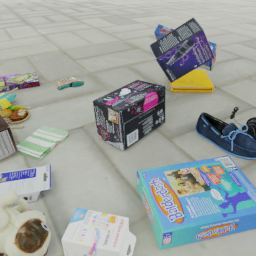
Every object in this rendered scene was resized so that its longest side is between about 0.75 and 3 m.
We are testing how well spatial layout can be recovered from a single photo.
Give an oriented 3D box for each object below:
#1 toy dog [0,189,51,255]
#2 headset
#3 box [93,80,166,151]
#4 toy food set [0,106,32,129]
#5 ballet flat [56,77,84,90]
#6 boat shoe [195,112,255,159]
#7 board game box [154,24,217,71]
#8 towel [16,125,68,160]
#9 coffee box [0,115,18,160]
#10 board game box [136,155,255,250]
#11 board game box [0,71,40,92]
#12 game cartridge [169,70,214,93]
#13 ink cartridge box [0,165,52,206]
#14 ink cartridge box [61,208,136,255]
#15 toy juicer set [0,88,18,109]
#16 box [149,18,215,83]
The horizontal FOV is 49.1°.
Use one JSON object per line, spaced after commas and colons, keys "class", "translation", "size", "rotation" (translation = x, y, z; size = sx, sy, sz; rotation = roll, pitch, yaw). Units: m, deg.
{"class": "toy dog", "translation": [-2.806, 2.368, 6.186], "size": [2.131, 1.487, 2.066], "rotation": [0, 46, -1]}
{"class": "headset", "translation": [4.652, -0.078, 10.379], "size": [1.811, 0.851, 1.118], "rotation": [32, 43, 23]}
{"class": "box", "translation": [0.117, -0.562, 10.381], "size": [1.431, 1.648, 2.494], "rotation": [23, 40, 37]}
{"class": "toy food set", "translation": [-4.678, -0.552, 11.545], "size": [1.205, 0.350, 1.745], "rotation": [-4, 34, -5]}
{"class": "ballet flat", "translation": [-1.936, -1.518, 9.314], "size": [1.003, 0.341, 0.337], "rotation": [-17, 70, -36]}
{"class": "boat shoe", "translation": [3.477, 0.235, 9.865], "size": [2.582, 0.886, 1.087], "rotation": [26, 41, 33]}
{"class": "board game box", "translation": [2.504, -3.455, 12.162], "size": [2.617, 1.771, 0.451], "rotation": [27, 85, 19]}
{"class": "towel", "translation": [-3.129, 0.468, 10.147], "size": [1.290, 0.198, 1.692], "rotation": [13, 36, 20]}
{"class": "coffee box", "translation": [-5.220, 0.594, 8.982], "size": [2.741, 1.094, 1.549], "rotation": [-28, 42, -29]}
{"class": "board game box", "translation": [1.914, 1.860, 7.602], "size": [2.950, 0.664, 2.243], "rotation": [-7, 34, -10]}
{"class": "board game box", "translation": [-5.826, -2.352, 14.309], "size": [2.398, 0.387, 1.439], "rotation": [-12, 40, -18]}
{"class": "game cartridge", "translation": [3.162, -2.453, 14.463], "size": [2.054, 0.378, 2.330], "rotation": [1, 31, 2]}
{"class": "ink cartridge box", "translation": [-3.293, 1.701, 8.081], "size": [2.200, 0.431, 1.094], "rotation": [-8, 34, -9]}
{"class": "ink cartridge box", "translation": [-0.592, 2.558, 6.325], "size": [1.459, 0.913, 0.938], "rotation": [7, 34, 11]}
{"class": "toy juicer set", "translation": [-5.569, -1.143, 12.426], "size": [1.212, 0.519, 1.906], "rotation": [-21, 26, 4]}
{"class": "box", "translation": [1.500, -2.132, 7.805], "size": [1.436, 1.062, 0.749], "rotation": [-31, 46, 16]}
